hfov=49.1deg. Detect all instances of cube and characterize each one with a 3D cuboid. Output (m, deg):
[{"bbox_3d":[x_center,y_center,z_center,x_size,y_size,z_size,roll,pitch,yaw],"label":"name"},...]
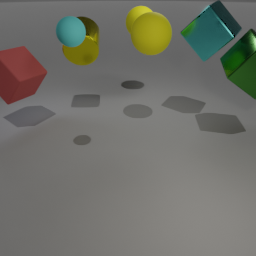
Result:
[{"bbox_3d":[4.148,-2.103,9.260,1.400,1.400,1.400,30,37,-18],"label":"cube"},{"bbox_3d":[-4.207,-1.994,10.528,1.400,1.400,1.400,48,38,2],"label":"cube"},{"bbox_3d":[3.065,-3.568,10.294,1.400,1.400,1.400,49,42,-4],"label":"cube"}]

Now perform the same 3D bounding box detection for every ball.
[{"bbox_3d":[0.589,-4.863,12.905,1.400,1.400,1.400,0,28,0],"label":"ball"},{"bbox_3d":[0.789,-3.206,9.552,1.400,1.400,1.400,0,28,0],"label":"ball"},{"bbox_3d":[-1.365,-2.297,6.688,0.700,0.700,0.700,0,28,0],"label":"ball"}]

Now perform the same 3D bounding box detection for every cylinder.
[{"bbox_3d":[-1.833,-3.461,11.158,1.400,1.400,1.400,-1,48,-2],"label":"cylinder"}]
